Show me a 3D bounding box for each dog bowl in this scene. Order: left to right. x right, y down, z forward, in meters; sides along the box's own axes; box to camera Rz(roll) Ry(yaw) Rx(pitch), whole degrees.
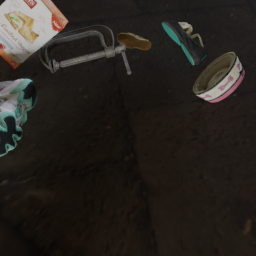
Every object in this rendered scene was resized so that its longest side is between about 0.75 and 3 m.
[{"bbox_3d":[2.499,-1.329,7.648,0.546,1.480,1.480,39,58,-14],"label":"dog bowl"}]

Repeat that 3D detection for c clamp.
[{"bbox_3d":[-1.391,-2.296,8.369,2.729,0.370,2.332,-10,57,3],"label":"c clamp"}]

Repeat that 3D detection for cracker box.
[{"bbox_3d":[-3.023,-2.921,8.041,2.169,1.453,0.626,-30,29,23],"label":"cracker box"}]

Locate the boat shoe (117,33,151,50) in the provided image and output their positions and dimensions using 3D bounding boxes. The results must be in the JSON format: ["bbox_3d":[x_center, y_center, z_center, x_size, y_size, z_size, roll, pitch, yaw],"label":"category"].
[{"bbox_3d":[0.167,-2.780,8.966,1.164,0.427,0.365,10,32,-26],"label":"boat shoe"}]

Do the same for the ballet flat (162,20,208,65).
[{"bbox_3d":[1.864,-2.855,8.928,0.751,0.751,2.056,-22,62,-14],"label":"ballet flat"}]

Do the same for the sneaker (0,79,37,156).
[{"bbox_3d":[-3.586,-0.298,7.183,1.791,0.995,2.560,2,43,9],"label":"sneaker"}]
